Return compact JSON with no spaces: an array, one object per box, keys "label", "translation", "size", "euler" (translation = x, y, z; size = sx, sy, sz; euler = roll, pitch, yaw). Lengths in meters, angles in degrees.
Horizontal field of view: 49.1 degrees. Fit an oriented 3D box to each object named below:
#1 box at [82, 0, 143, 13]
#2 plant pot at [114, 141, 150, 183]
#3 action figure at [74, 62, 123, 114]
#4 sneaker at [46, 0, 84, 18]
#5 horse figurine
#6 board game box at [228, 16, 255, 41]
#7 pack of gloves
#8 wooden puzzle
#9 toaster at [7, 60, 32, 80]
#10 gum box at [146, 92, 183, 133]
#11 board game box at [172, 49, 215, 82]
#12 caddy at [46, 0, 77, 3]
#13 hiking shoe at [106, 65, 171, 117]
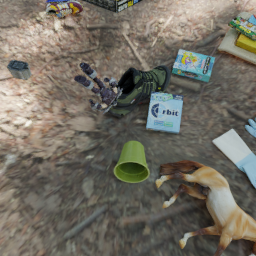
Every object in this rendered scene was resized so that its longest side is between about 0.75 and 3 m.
[{"label":"box","translation":[-0.519,-4.185,8.527],"size":[1.867,0.461,1.491],"euler":[32,53,28]},{"label":"plant pot","translation":[0.112,0.791,7.088],"size":[0.878,0.878,0.834],"euler":[3,45,2]},{"label":"action figure","translation":[-0.627,-0.874,6.335],"size":[0.464,1.337,0.870],"euler":[17,72,40]},{"label":"sneaker","translation":[-2.404,-4.449,10.629],"size":[1.424,0.533,0.641],"euler":[6,66,11]},{"label":"horse figurine","translation":[1.832,1.777,6.407],"size":[1.952,0.735,2.945],"euler":[-17,56,-16]},{"label":"board game box","translation":[4.065,-3.419,9.576],"size":[1.131,0.133,0.592],"euler":[40,68,22]},{"label":"pack of gloves","translation":[3.635,0.638,7.358],"size":[1.798,0.422,2.140],"euler":[-27,61,-17]},{"label":"wooden puzzle","translation":[4.734,-3.044,9.693],"size":[2.573,0.479,2.380],"euler":[26,61,16]},{"label":"toaster","translation":[-3.405,-1.833,8.900],"size":[0.765,0.494,0.435],"euler":[12,59,8]},{"label":"gum box","translation":[1.044,-0.441,7.938],"size":[0.913,0.239,1.074],"euler":[8,80,5]},{"label":"board game box","translation":[2.147,-2.059,9.175],"size":[1.199,0.281,0.905],"euler":[16,59,10]},{"label":"caddy","translation":[-2.560,-5.087,10.853],"size":[1.281,0.672,0.905],"euler":[-8,26,-6]},{"label":"hiking shoe","translation":[0.405,-1.288,8.130],"size":[2.368,1.192,0.897],"euler":[-37,64,-21]}]
